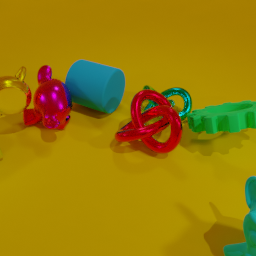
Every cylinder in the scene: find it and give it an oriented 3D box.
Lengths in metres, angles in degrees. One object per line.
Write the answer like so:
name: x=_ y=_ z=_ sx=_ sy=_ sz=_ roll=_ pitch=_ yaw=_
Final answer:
cylinder: x=-0.908 y=-1.181 z=7.930 sx=1.266 sy=1.266 sz=1.266 roll=19 pitch=40 yaw=21

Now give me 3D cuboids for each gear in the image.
gear: x=2.425 y=-0.296 z=6.636 sx=1.963 sy=0.363 sz=1.963 roll=-11 pitch=10 yaw=2

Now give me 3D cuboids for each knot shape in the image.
knot shape: x=1.081 y=-0.689 z=7.809 sx=1.412 sy=0.697 sz=1.508 roll=4 pitch=37 yaw=5
knot shape: x=0.398 y=-0.080 z=6.583 sx=1.560 sy=0.770 sz=1.667 roll=-24 pitch=51 yaw=6

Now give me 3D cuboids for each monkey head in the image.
monkey head: x=-2.139 y=-0.597 z=7.225 sx=1.402 sy=1.174 sz=1.949 roll=-13 pitch=62 yaw=-5
monkey head: x=2.137 y=1.672 z=4.230 sx=1.046 sy=1.249 sz=1.737 roll=-21 pitch=70 yaw=-41

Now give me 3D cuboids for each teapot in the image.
teapot: x=-2.863 y=-0.786 z=6.669 sx=0.990 sy=1.592 sz=0.779 roll=27 pitch=19 yaw=-41

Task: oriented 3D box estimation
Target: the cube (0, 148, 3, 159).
cube: x=-3.606 y=0.310 z=6.033 sx=1.087 sy=1.087 sz=1.087 roll=20 pitch=40 yaw=33
